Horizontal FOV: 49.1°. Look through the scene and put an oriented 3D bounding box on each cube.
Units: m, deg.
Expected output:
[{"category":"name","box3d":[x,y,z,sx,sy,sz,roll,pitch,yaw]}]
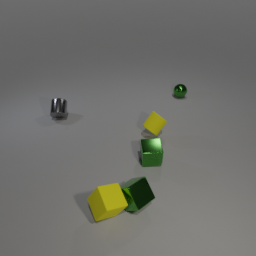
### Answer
[{"category":"cube","box3d":[0.809,0.853,9.728,0.700,0.700,0.700,-3,41,-3]},{"category":"cube","box3d":[-0.567,2.005,7.615,0.700,0.700,0.700,-2,53,-40]},{"category":"cube","box3d":[0.203,1.868,7.958,0.700,0.700,0.700,-27,2,-36]}]

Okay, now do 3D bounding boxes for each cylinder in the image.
[{"category":"cylinder","box3d":[1.055,-0.185,10.978,0.700,0.700,0.700,36,6,-4]},{"category":"cylinder","box3d":[-3.044,-0.864,12.323,0.700,0.700,0.700,0,68,-1]}]

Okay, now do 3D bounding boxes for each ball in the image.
[{"category":"ball","box3d":[2.663,-1.896,14.266,0.700,0.700,0.700,0,32,0]}]
